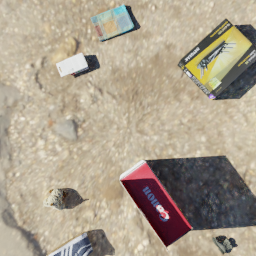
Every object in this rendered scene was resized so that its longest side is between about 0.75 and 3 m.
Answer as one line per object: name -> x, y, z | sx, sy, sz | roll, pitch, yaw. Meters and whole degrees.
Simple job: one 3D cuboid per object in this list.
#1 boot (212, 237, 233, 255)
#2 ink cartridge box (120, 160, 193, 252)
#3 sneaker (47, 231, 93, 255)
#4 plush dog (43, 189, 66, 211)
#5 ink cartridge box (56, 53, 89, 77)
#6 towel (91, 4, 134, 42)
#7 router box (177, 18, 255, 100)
boot -> 3.805, 4.626, 11.299 | 0.546, 0.283, 0.836 | -35, 93, -8
ink cartridge box -> 0.970, 2.699, 10.314 | 1.209, 2.532, 2.884 | -35, 86, -3
sneaker -> -2.273, 4.997, 11.048 | 1.852, 0.649, 1.005 | -30, 83, -6
plush dog -> -2.929, 2.823, 11.310 | 0.894, 0.717, 0.768 | 16, 61, 2
ink cartridge box -> -2.369, -2.649, 11.958 | 1.224, 0.308, 0.667 | -23, 85, -1
towel -> -0.672, -4.582, 12.207 | 1.641, 0.178, 1.203 | -22, 84, -2
router box -> 3.797, -2.864, 11.758 | 2.713, 0.708, 2.133 | -43, 87, -3
